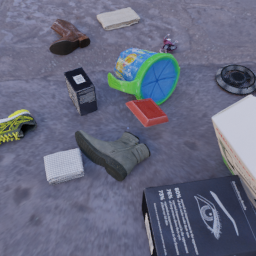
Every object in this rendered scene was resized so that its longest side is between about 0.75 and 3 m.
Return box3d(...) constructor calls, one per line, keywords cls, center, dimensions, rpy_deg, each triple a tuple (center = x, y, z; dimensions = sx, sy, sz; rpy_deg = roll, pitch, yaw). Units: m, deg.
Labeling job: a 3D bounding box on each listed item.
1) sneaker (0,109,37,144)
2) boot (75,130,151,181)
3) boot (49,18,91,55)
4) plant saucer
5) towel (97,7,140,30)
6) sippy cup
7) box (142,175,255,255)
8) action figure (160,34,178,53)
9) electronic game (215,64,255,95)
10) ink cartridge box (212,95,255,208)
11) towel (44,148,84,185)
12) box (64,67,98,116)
box3d(cls="sneaker", center=(-3.776, 0.106, 8.860), dimensions=(0.811, 0.714, 1.916), rpy_deg=(34, 58, 25))
box3d(cls="boot", center=(-0.472, 0.550, 8.576), dimensions=(2.146, 0.727, 1.402), rpy_deg=(37, 55, 18))
box3d(cls="boot", center=(-3.023, -4.145, 12.454), dimensions=(2.004, 0.691, 2.150), rpy_deg=(-23, 56, -34))
box3d(cls="plant saucer", center=(0.629, -0.539, 8.611), dimensions=(1.075, 0.197, 1.073), rpy_deg=(-13, 53, -40))
box3d(cls="towel", center=(-0.474, -5.368, 13.750), dimensions=(1.922, 0.331, 1.273), rpy_deg=(-18, 51, -14))
box3d(cls="sippy cup", center=(0.531, -1.963, 10.001), dimensions=(1.816, 2.478, 1.946), rpy_deg=(37, 101, 39))
box3d(cls="box", center=(1.670, 2.315, 6.616), dimensions=(2.443, 1.274, 1.807), rpy_deg=(-6, 50, -5))
box3d(cls="action figure", center=(1.767, -3.630, 12.268), dimensions=(0.685, 0.761, 1.023), rpy_deg=(30, 26, -25))
box3d(cls="electronic game", center=(4.190, -1.884, 10.781), dimensions=(1.609, 0.335, 1.609), rpy_deg=(0, 54, 0))
box3d(cls="ink cartridge box", center=(3.169, 0.766, 6.895), dimensions=(1.122, 2.670, 1.948), rpy_deg=(-30, 52, 7))
box3d(cls="towel", center=(-1.846, 1.120, 8.185), dimensions=(1.084, 0.464, 0.897), rpy_deg=(-15, 50, -10))
box3d(cls="box", center=(-1.618, -1.268, 9.721), dimensions=(0.722, 1.162, 1.171), rpy_deg=(-22, 53, -17))
